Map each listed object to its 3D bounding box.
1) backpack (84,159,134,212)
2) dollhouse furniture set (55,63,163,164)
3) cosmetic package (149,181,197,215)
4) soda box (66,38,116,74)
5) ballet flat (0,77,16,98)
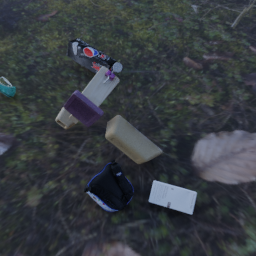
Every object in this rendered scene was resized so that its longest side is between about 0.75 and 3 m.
[{"bbox_3d":[-0.407,1.450,6.524,0.985,0.796,1.034,45,64,6],"label":"backpack"},{"bbox_3d":[-0.231,-0.351,7.795,2.685,2.127,1.905,40,60,-11],"label":"dollhouse furniture set"},{"bbox_3d":[1.045,1.612,6.551,1.030,0.381,0.524,13,83,11],"label":"cosmetic package"},{"bbox_3d":[-1.314,-2.477,9.930,1.774,0.628,0.562,33,40,14],"label":"soda box"},{"bbox_3d":[-4.251,-1.499,9.036,1.361,0.479,0.458,29,4,-15],"label":"ballet flat"}]
